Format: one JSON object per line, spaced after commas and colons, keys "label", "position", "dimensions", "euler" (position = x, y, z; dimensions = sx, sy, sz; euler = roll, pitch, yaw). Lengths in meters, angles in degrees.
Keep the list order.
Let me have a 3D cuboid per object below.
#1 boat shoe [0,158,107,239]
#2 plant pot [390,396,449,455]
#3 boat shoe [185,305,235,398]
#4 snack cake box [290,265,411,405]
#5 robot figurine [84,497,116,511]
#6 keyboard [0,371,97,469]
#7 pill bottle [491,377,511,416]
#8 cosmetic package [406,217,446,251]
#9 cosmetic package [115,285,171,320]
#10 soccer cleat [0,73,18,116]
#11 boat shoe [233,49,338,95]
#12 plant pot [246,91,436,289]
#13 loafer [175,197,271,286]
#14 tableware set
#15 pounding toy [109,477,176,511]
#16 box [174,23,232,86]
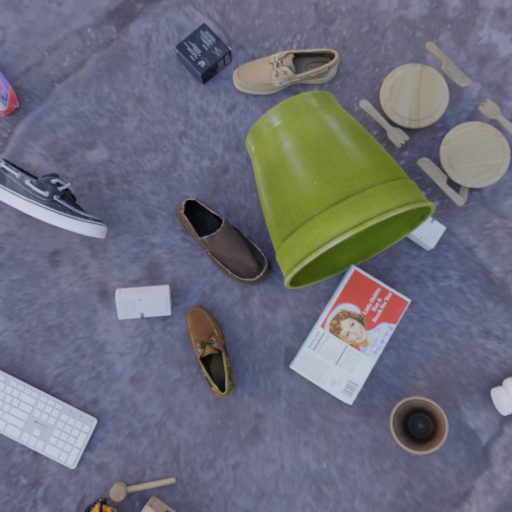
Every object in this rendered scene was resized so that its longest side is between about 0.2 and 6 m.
{"label": "boat shoe", "position": [-3.915, -1.132, 10.640], "dimensions": [2.628, 0.943, 0.891], "euler": [24, 90, 15]}
{"label": "plant pot", "position": [2.930, 3.051, 10.067], "dimensions": [0.985, 0.859, 0.985], "euler": [-5, 71, 16]}
{"label": "boat shoe", "position": [-0.838, 1.758, 10.566], "dimensions": [0.660, 0.623, 1.834], "euler": [-25, 81, -4]}
{"label": "snack cake box", "position": [1.749, 1.474, 10.550], "dimensions": [1.293, 0.756, 2.249], "euler": [32, 81, 7]}
{"label": "robot figurine", "position": [-2.981, 5.189, 9.711], "dimensions": [0.557, 1.386, 1.912], "euler": [38, 88, -25]}
{"label": "keyboard", "position": [-4.814, 2.775, 10.615], "dimensions": [3.622, 0.193, 1.019], "euler": [25, 81, 4]}
{"label": "pill bottle", "position": [5.057, 2.522, 10.411], "dimensions": [1.206, 0.678, 0.678], "euler": [-19, 81, -3]}
{"label": "cosmetic package", "position": [3.195, -0.587, 11.100], "dimensions": [0.933, 0.378, 0.526], "euler": [34, 84, 5]}
{"label": "cosmetic package", "position": [-2.139, 0.883, 10.668], "dimensions": [0.997, 0.369, 0.507], "euler": [-4, 122, -8]}
{"label": "soccer cleat", "position": [-5.727, -3.878, 11.409], "dimensions": [0.784, 0.899, 2.350], "euler": [-37, 83, -6]}
{"label": "boat shoe", "position": [0.593, -3.890, 11.506], "dimensions": [2.188, 0.706, 0.780], "euler": [-11, 80, -2]}
{"label": "plant pot", "position": [1.191, -1.298, 10.071], "dimensions": [2.893, 2.893, 2.785], "euler": [-26, 76, -4]}
{"label": "loafer", "position": [-0.702, -0.278, 10.817], "dimensions": [2.324, 0.825, 0.849], "euler": [38, 82, 6]}
{"label": "tableware set", "position": [3.740, -2.568, 11.336], "dimensions": [2.002, 0.607, 3.029], "euler": [-41, 81, -1]}
{"label": "pounding toy", "position": [-1.920, 4.744, 9.944], "dimensions": [1.818, 0.832, 1.597], "euler": [34, 82, 5]}
{"label": "box", "position": [-1.094, -4.198, 11.662], "dimensions": [0.857, 0.503, 0.843], "euler": [-41, 83, -7]}
